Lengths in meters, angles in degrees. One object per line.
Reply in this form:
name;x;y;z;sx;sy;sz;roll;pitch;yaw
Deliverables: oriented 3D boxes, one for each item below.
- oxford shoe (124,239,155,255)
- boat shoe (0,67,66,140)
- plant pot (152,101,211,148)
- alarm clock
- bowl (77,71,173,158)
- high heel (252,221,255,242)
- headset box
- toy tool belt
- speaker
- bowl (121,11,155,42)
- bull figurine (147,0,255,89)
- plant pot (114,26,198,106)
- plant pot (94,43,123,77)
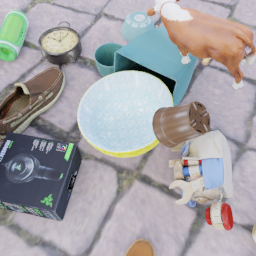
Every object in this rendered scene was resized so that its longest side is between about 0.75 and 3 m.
oxford shoe;0.051;3.601;6.018;0.887;0.887;2.488;16;58;11
boat shoe;-3.011;-0.974;8.652;1.105;1.107;2.992;24;62;14
plant pot;1.111;-0.112;5.699;0.899;0.890;0.899;11;71;-34
alarm clock;-2.413;-3.122;10.194;1.473;0.727;2.183;0;61;1
bowl;0.015;-0.191;7.931;2.586;1.392;2.586;-5;60;8
high heel;3.572;2.747;6.656;1.133;0.568;1.589;15;76;17
headset box;-2.381;1.272;7.357;2.125;0.986;1.850;11;59;7
toy tool belt;1.798;1.330;7.223;1.584;1.610;2.578;-12;50;30
speaker;-4.269;-3.421;10.311;0.872;0.872;1.972;3;59;2
bowl;0.400;-3.950;10.711;1.357;0.710;1.357;-1;59;1
bull figurine;1.649;-2.063;6.405;0.942;1.756;2.893;-45;49;2
plant pot;1.121;-1.888;8.836;1.953;1.954;2.765;30;54;17
plant pot;-0.553;-2.174;9.513;1.116;0.896;1.116;0;59;0
